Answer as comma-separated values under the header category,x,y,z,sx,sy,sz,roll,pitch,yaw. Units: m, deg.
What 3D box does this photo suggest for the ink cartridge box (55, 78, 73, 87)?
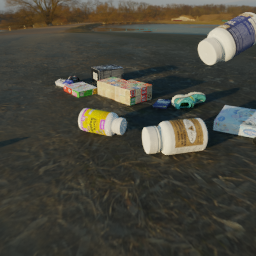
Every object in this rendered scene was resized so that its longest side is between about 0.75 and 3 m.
category,x,y,z,sx,sy,sz,roll,pitch,yaw
ink cartridge box,-3.981,-2.825,17.557,1.146,0.253,0.539,18,48,35

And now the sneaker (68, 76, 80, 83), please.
category,x,y,z,sx,sy,sz,roll,pitch,yaw
sneaker,-3.487,-3.128,18.210,0.466,0.438,1.138,15,28,16

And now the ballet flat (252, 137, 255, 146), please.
category,x,y,z,sx,sy,sz,roll,pitch,yaw
ballet flat,4.814,0.576,10.349,0.251,0.294,0.884,38,25,-10

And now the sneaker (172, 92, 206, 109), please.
category,x,y,z,sx,sy,sz,roll,pitch,yaw
sneaker,3.107,-1.288,14.082,1.851,0.717,0.737,-13,46,-15

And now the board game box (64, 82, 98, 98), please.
category,x,y,z,sx,sy,sz,roll,pitch,yaw
board game box,-2.763,-2.264,16.368,1.310,0.345,1.712,-19,30,-35

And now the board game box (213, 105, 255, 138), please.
category,x,y,z,sx,sy,sz,roll,pitch,yaw
board game box,4.985,-0.286,11.852,2.207,0.481,2.218,13,28,27

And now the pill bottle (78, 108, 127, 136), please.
category,x,y,z,sx,sy,sz,roll,pitch,yaw
pill bottle,-1.002,-0.215,11.154,1.805,0.941,0.941,10,26,23

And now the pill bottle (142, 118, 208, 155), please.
category,x,y,z,sx,sy,sz,roll,pitch,yaw
pill bottle,1.593,0.315,9.705,2.050,1.172,1.172,-6,25,-12

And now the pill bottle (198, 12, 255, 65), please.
category,x,y,z,sx,sy,sz,roll,pitch,yaw
pill bottle,3.374,-2.921,9.313,2.041,1.132,1.132,-31,34,-16

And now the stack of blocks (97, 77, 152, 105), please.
category,x,y,z,sx,sy,sz,roll,pitch,yaw
stack of blocks,-0.228,-2.118,15.466,1.606,0.817,2.789,-21,31,-38

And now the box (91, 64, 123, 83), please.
category,x,y,z,sx,sy,sz,roll,pitch,yaw
box,-1.374,-3.568,18.522,1.754,0.939,1.302,-14,28,-27

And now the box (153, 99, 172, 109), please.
category,x,y,z,sx,sy,sz,roll,pitch,yaw
box,1.730,-1.198,14.216,0.710,0.190,1.172,9,25,20
